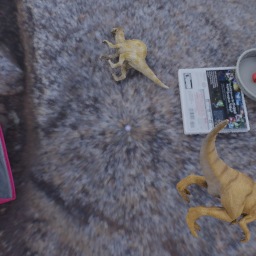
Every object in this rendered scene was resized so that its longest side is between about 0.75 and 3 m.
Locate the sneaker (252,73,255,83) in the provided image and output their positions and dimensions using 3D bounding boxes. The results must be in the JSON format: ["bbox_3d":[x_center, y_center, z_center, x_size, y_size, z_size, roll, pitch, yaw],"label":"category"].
[{"bbox_3d":[3.887,-1.782,7.596,1.373,0.538,0.793,-20,69,-3],"label":"sneaker"}]

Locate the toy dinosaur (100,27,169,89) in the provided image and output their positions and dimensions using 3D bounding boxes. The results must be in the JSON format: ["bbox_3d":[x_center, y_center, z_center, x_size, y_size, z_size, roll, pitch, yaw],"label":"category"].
[{"bbox_3d":[0.045,-1.880,7.659,1.239,0.713,2.451,-34,77,-10],"label":"toy dinosaur"}]

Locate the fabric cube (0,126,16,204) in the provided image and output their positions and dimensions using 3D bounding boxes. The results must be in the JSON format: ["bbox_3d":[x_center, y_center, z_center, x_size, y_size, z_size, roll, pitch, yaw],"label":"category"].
[{"bbox_3d":[-4.153,0.859,6.092,2.240,2.248,2.205,-19,76,-3],"label":"fabric cube"}]

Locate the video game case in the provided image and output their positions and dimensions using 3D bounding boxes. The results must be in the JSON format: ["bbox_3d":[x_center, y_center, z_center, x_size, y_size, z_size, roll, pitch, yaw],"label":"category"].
[{"bbox_3d":[2.285,-0.763,7.595,1.691,0.217,1.860,-3,73,0],"label":"video game case"}]

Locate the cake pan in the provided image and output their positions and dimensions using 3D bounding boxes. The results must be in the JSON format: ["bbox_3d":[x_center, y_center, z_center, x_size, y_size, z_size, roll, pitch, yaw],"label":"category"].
[{"bbox_3d":[3.639,-1.390,7.595,1.637,0.300,1.637,3,70,-9],"label":"cake pan"}]

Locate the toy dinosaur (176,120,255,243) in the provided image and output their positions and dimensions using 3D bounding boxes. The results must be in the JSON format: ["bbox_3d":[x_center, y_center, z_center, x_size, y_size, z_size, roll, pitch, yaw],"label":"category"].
[{"bbox_3d":[1.298,0.785,3.748,2.706,1.437,0.817,42,36,-27],"label":"toy dinosaur"}]
